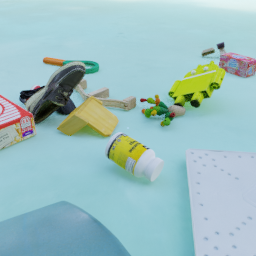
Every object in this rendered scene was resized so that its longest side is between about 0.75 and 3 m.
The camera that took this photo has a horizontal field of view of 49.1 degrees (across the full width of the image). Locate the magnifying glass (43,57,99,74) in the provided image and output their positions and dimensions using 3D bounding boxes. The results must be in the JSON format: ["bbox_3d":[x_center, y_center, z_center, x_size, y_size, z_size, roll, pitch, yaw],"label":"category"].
[{"bbox_3d":[-2.398,-2.626,11.599,2.647,0.296,1.053,16,34,22],"label":"magnifying glass"}]

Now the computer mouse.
[{"bbox_3d":[-2.379,-0.850,8.158,1.694,0.390,1.190,33,40,29],"label":"computer mouse"}]

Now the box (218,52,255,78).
[{"bbox_3d":[4.290,-2.486,10.951,0.657,0.629,1.318,-19,35,-29],"label":"box"}]

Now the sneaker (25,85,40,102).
[{"bbox_3d":[-2.848,-1.002,8.814,0.538,0.365,0.932,14,45,7],"label":"sneaker"}]

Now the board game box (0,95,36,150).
[{"bbox_3d":[-3.971,0.065,6.612,2.095,0.640,2.766,25,39,36],"label":"board game box"}]

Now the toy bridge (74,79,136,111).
[{"bbox_3d":[-0.942,-1.021,8.766,2.475,0.337,0.832,23,38,34],"label":"toy bridge"}]

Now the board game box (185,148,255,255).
[{"bbox_3d":[2.413,1.325,4.779,2.715,0.351,2.715,3,30,6],"label":"board game box"}]

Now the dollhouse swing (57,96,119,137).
[{"bbox_3d":[-1.010,-0.117,7.373,1.036,1.003,1.140,-33,17,30],"label":"dollhouse swing"}]

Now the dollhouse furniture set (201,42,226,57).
[{"bbox_3d":[3.954,-3.207,12.737,1.074,0.851,0.762,-14,68,20],"label":"dollhouse furniture set"}]

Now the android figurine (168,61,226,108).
[{"bbox_3d":[2.058,-1.325,8.352,1.759,0.397,1.933,-6,43,48],"label":"android figurine"}]

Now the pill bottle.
[{"bbox_3d":[0.133,0.583,5.566,1.100,0.619,0.619,29,40,25],"label":"pill bottle"}]

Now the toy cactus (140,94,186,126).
[{"bbox_3d":[1.014,-0.538,7.743,1.199,0.743,1.453,-1,21,-20],"label":"toy cactus"}]

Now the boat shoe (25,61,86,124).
[{"bbox_3d":[-1.810,-0.845,7.225,0.755,2.113,0.694,16,44,-56],"label":"boat shoe"}]

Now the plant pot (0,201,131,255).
[{"bbox_3d":[-0.737,1.875,2.754,1.605,1.604,2.271,-15,25,-24],"label":"plant pot"}]
